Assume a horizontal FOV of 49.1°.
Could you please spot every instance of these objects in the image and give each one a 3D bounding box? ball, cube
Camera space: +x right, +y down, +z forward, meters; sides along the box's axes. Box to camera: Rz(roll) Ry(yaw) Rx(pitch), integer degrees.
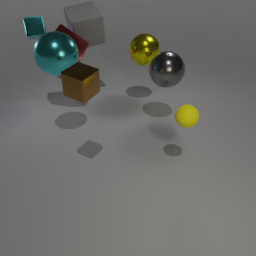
[{"bbox_3d":[-2.289,-2.370,8.989,1.400,1.400,1.400,0,31,0],"label":"ball"},{"bbox_3d":[-1.207,-1.173,7.204,0.700,0.700,0.700,23,45,23],"label":"cube"},{"bbox_3d":[-1.931,-4.633,12.657,1.400,1.400,1.400,-20,53,-14],"label":"cube"},{"bbox_3d":[1.770,-0.355,8.426,0.700,0.700,0.700,0,31,0],"label":"ball"},{"bbox_3d":[-2.681,-3.091,11.601,1.400,1.400,1.400,31,46,-18],"label":"cube"},{"bbox_3d":[1.517,-2.276,10.927,1.400,1.400,1.400,0,31,0],"label":"ball"},{"bbox_3d":[-3.560,-3.857,10.785,0.700,0.700,0.700,-10,11,-8],"label":"cube"},{"bbox_3d":[0.739,-3.472,12.466,1.400,1.400,1.400,0,31,0],"label":"ball"}]
